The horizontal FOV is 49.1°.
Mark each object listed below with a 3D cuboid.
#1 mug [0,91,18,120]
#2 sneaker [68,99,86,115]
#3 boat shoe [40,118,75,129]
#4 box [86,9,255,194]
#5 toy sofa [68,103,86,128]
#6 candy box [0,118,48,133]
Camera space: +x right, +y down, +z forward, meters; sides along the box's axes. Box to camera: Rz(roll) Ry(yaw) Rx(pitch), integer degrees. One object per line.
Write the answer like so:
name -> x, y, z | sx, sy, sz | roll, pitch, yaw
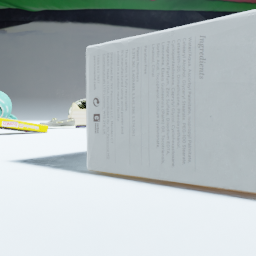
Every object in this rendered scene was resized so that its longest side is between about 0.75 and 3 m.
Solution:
mug -> -5.390, -0.799, 11.565 | 1.624, 1.335, 1.004 | 5, 18, -22
sneaker -> -1.393, -0.573, 9.274 | 1.327, 0.991, 2.957 | 5, 2, -35
boat shoe -> -1.758, -0.117, 6.961 | 0.895, 0.267, 0.320 | -1, 2, -24
box -> 0.486, -0.086, 1.190 | 1.172, 0.571, 0.729 | 1, 1, 37
toy sofa -> -0.803, -0.232, 7.462 | 1.479, 0.722, 0.613 | 0, -23, 18
candy box -> -1.887, -0.047, 4.402 | 0.602, 0.156, 1.178 | 4, -5, 27
